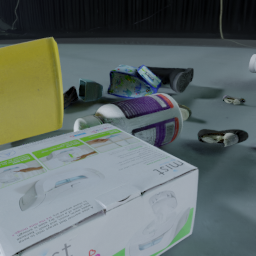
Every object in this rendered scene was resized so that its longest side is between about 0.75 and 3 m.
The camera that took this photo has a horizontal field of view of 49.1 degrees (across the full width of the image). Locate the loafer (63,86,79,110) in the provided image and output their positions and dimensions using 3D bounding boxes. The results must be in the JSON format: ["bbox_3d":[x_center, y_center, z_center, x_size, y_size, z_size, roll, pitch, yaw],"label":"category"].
[{"bbox_3d":[-2.556,-1.195,11.201,0.682,0.598,1.897,5,23,13],"label":"loafer"}]

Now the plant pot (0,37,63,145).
[{"bbox_3d":[-3.011,-0.996,7.814,2.609,2.301,2.609,-15,16,-8],"label":"plant pot"}]

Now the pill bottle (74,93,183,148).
[{"bbox_3d":[0.018,0.002,7.127,2.567,1.430,1.430,-15,27,-33],"label":"pill bottle"}]

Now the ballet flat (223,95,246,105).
[{"bbox_3d":[4.323,-1.110,11.479,0.951,0.342,0.342,19,29,40],"label":"ballet flat"}]

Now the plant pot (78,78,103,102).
[{"bbox_3d":[-1.572,-1.637,12.079,0.870,0.854,0.851,-2,20,-29],"label":"plant pot"}]

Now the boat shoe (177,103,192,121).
[{"bbox_3d":[1.531,-0.673,10.028,1.536,0.549,0.459,22,30,30],"label":"boat shoe"}]

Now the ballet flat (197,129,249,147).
[{"bbox_3d":[2.608,0.299,7.789,1.364,0.464,0.466,0,29,27],"label":"ballet flat"}]

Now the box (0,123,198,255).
[{"bbox_3d":[-0.756,1.102,4.453,2.814,1.361,2.483,-16,27,-35],"label":"box"}]

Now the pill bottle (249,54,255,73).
[{"bbox_3d":[8.234,-3.400,15.403,2.743,1.542,1.542,19,29,40],"label":"pill bottle"}]

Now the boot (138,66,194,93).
[{"bbox_3d":[1.498,-2.514,13.983,2.946,0.967,2.428,12,25,26],"label":"boot"}]

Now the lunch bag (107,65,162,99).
[{"bbox_3d":[0.363,-2.039,12.461,2.145,1.367,1.824,14,24,8],"label":"lunch bag"}]
